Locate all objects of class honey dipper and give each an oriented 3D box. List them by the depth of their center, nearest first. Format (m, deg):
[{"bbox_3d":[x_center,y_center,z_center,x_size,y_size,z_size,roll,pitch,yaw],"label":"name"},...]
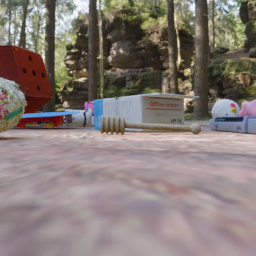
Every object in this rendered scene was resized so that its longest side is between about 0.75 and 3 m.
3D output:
[{"bbox_3d":[0.421,-0.024,5.089,1.825,0.347,0.347,2,1,-4],"label":"honey dipper"}]

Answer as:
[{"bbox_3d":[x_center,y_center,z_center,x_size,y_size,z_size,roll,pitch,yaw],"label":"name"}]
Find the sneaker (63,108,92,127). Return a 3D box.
[{"bbox_3d":[-2.083,-0.463,11.698,1.169,0.764,2.034,3,5,-7],"label":"sneaker"}]

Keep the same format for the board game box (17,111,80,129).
[{"bbox_3d":[-2.705,-0.192,8.701,2.431,0.473,1.921,-3,7,7],"label":"board game box"}]

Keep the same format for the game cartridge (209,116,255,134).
[{"bbox_3d":[2.814,-0.083,6.073,1.419,0.420,2.190,4,1,-6],"label":"game cartridge"}]

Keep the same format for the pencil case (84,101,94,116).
[{"bbox_3d":[-0.915,-0.789,15.391,2.969,1.391,1.347,0,47,-9],"label":"pencil case"}]

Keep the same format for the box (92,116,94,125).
[{"bbox_3d":[-0.885,-0.356,13.587,1.789,0.473,2.295,0,1,-18],"label":"box"}]

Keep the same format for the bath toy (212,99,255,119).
[{"bbox_3d":[3.762,-0.400,7.972,2.651,1.153,0.980,0,39,-7],"label":"bath toy"}]

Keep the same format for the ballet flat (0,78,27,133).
[{"bbox_3d":[-2.895,-0.295,3.737,2.897,1.096,0.926,-4,25,-5],"label":"ballet flat"}]

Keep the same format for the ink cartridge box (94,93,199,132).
[{"bbox_3d":[0.363,-0.326,6.649,1.366,0.787,2.359,-1,2,-38],"label":"ink cartridge box"}]

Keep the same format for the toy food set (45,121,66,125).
[{"bbox_3d":[-3.467,-0.302,13.326,2.626,0.527,1.813,9,14,42],"label":"toy food set"}]

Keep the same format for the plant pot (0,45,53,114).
[{"bbox_3d":[-4.592,-1.719,10.820,2.436,2.764,2.762,-15,-1,16],"label":"plant pot"}]
